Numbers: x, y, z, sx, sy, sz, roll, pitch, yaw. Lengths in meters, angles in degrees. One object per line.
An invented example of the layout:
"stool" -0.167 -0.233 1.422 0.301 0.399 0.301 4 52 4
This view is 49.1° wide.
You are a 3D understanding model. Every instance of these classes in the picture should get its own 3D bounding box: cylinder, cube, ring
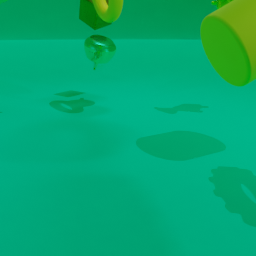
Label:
"cylinder" 2.185 -1.617 4.821 1.348 1.348 1.348 -30 23 -2
"cube" -1.053 -3.956 9.425 0.833 0.833 0.833 40 52 20
"ring" -0.597 -3.661 7.241 0.354 1.770 1.770 -18 24 -19

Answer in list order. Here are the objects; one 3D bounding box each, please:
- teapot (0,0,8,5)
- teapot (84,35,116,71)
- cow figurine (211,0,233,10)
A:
"teapot" -3.465 -3.636 6.792 2.093 1.025 1.301 40 -2 7
"teapot" -0.898 -2.361 8.708 1.006 0.792 1.618 14 38 -8
"cow figurine" 3.029 -3.194 7.308 1.516 0.846 1.541 -10 -3 24
